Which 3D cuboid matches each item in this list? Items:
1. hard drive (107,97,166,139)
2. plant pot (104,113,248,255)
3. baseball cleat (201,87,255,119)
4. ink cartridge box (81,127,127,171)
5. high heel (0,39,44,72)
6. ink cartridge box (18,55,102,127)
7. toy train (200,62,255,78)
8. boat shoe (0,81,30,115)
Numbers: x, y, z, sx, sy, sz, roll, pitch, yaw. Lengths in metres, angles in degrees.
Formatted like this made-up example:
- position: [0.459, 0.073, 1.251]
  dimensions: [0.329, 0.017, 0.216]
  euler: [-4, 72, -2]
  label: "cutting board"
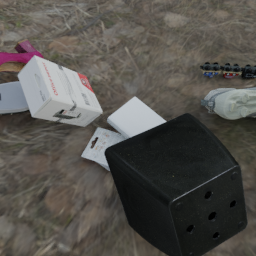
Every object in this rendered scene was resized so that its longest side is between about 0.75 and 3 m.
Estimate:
- position: [0.451, 0.018, 7.150]
  dimensions: [1.683, 0.221, 1.110]
  euler: [40, 56, 14]
  label: "hard drive"
- position: [1.014, 1.153, 5.200]
  dimensions: [2.015, 2.010, 1.787]
  euler: [-24, 25, -16]
  label: "plant pot"
- position: [3.284, -0.779, 7.583]
  dimensions: [2.810, 0.980, 1.496]
  euler: [0, 15, -25]
  label: "baseball cleat"
- position: [-0.418, 0.584, 7.102]
  dimensions: [1.218, 0.305, 0.988]
  euler: [15, 57, 18]
  label: "ink cartridge box"
- position: [-3.227, -1.629, 7.788]
  dimensions: [1.046, 0.733, 2.175]
  euler: [53, 53, -14]
  label: "high heel"
- position: [-1.617, -0.824, 6.833]
  dimensions: [0.727, 1.755, 1.288]
  euler: [-37, 65, 24]
  label: "ink cartridge box"
- position: [3.124, -1.740, 8.588]
  dimensions: [1.884, 0.431, 0.321]
  euler: [4, 41, -1]
  label: "toy train"
- position: [-3.822, -0.718, 7.623]
  dimensions: [2.976, 0.842, 1.021]
  euler: [-1, 83, 1]
  label: "boat shoe"
